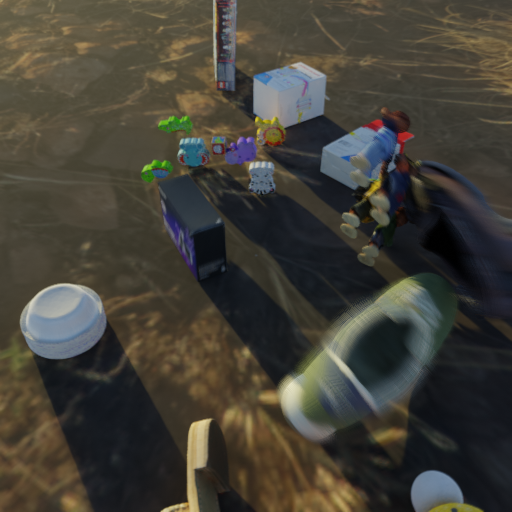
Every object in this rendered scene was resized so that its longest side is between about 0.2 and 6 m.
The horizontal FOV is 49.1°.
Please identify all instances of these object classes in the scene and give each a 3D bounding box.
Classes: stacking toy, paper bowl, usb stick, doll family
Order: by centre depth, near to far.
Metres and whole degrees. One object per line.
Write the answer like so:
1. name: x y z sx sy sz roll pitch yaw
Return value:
1. stacking toy: 1.984 2.993 5.398 1.595 1.595 2.183 -5 24 -5
2. usb stick: 2.830 0.607 7.412 0.105 0.179 0.647 -34 27 12
3. paper bowl: -2.788 0.861 8.062 1.151 0.599 1.151 -1 42 1
4. doll family: 1.999 -1.106 8.738 0.996 2.538 1.467 34 59 20
5. stacking toy: -0.812 -2.084 11.361 2.732 0.642 2.060 2 40 5

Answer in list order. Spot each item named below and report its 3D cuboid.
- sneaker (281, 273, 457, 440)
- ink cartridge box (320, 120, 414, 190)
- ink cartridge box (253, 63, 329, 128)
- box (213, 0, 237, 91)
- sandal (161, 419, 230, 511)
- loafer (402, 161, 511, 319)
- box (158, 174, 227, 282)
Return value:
1. sneaker: 1.812 1.020 7.005 3.273 1.469 1.098 -32 77 -33
2. ink cartridge box: 2.253 -2.065 11.290 1.735 0.583 1.008 -32 51 -30
3. ink cartridge box: 0.834 -3.695 12.806 1.535 0.961 0.987 -26 48 -25
4. box: -0.777 -5.612 13.746 0.507 2.543 1.741 -1 43 -5
5. sandal: -0.790 2.925 5.756 0.856 0.954 2.603 -17 35 10
6. loafer: 2.926 -0.357 8.323 1.072 1.224 3.405 -25 40 -6
7. box: -1.045 -0.483 9.184 0.590 1.057 1.497 -18 45 -21
